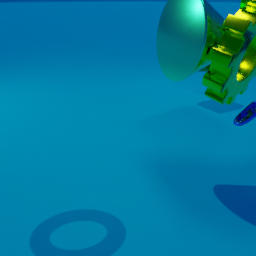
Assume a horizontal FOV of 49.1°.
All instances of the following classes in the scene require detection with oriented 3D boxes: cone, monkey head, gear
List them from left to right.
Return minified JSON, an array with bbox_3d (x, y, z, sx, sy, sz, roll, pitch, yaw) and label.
[{"bbox_3d":[1.313,-1.365,4.304,1.302,1.297,1.297,-3,26,-22],"label":"cone"},{"bbox_3d":[1.739,-1.157,4.173,0.311,1.683,1.683,35,41,29],"label":"gear"},{"bbox_3d":[2.487,-0.591,4.117,1.879,1.132,1.352,-7,25,14],"label":"monkey head"}]

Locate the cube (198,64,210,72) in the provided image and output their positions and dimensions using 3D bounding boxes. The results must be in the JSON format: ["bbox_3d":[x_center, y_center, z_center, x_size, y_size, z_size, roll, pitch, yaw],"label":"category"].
[{"bbox_3d":[2.227,-2.386,8.661,0.915,0.915,0.915,-54,31,-10],"label":"cube"}]
